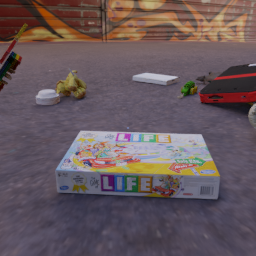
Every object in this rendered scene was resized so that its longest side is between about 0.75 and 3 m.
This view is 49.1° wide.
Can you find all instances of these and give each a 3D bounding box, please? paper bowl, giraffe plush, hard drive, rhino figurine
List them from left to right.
[{"bbox_3d":[-2.785,-1.084,9.699,0.794,0.413,0.794,-1,22,0],"label":"paper bowl"},{"bbox_3d":[-2.217,-1.531,10.402,0.925,1.140,0.984,-24,16,22],"label":"giraffe plush"},{"bbox_3d":[1.321,-2.327,13.259,1.855,0.244,1.223,16,26,34],"label":"hard drive"},{"bbox_3d":[3.898,-2.290,12.764,1.770,0.529,0.774,-7,23,-11],"label":"rhino figurine"}]

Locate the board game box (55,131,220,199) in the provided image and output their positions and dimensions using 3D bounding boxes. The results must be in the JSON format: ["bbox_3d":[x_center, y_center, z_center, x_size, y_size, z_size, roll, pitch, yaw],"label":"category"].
[{"bbox_3d":[0.187,0.590,5.158,2.558,0.438,1.720,1,21,4],"label":"board game box"}]

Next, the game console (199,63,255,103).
[{"bbox_3d":[3.824,-1.530,9.198,2.270,0.398,2.567,-36,22,-24],"label":"game console"}]

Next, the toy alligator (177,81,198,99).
[{"bbox_3d":[2.293,-1.527,10.806,0.498,0.456,1.681,12,24,29],"label":"toy alligator"}]

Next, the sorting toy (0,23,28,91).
[{"bbox_3d":[-1.727,-0.819,3.922,1.460,0.247,0.704,-33,35,37],"label":"sorting toy"}]

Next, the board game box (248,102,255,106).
[{"bbox_3d":[5.126,-1.436,10.071,2.359,0.809,2.854,-4,21,-8],"label":"board game box"}]

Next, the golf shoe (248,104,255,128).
[{"bbox_3d":[3.868,-0.317,7.295,2.571,1.007,1.250,-4,3,-26],"label":"golf shoe"}]
